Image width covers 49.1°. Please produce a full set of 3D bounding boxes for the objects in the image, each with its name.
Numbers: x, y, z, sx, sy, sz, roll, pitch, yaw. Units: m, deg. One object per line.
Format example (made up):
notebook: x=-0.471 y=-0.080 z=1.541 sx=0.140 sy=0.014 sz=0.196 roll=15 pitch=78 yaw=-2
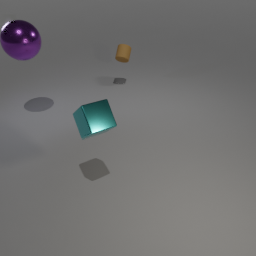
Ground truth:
ball: x=-3.837 y=-3.138 z=10.061 sx=1.400 sy=1.400 sz=1.400 roll=0 pitch=32 yaw=0
cube: x=-0.807 y=-0.201 z=6.724 sx=0.700 sy=0.700 sz=0.700 roll=-19 pitch=-4 yaw=-31
cylinder: x=-0.233 y=-3.742 z=14.056 sx=0.700 sy=0.700 sz=0.700 roll=11 pitch=-9 yaw=2
